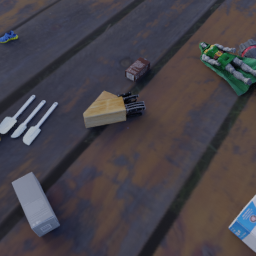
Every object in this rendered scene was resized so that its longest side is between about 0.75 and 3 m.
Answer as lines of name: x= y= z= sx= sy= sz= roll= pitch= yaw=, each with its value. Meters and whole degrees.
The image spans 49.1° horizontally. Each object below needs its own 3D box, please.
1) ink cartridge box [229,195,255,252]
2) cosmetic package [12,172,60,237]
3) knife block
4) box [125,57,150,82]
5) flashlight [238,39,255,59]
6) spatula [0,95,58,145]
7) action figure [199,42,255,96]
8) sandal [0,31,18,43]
ink cartridge box: x=3.855 y=2.687 z=7.166 sx=1.410 sy=0.827 sz=1.926 roll=-37 pitch=63 yaw=-23
cosmetic package: x=-2.518 y=2.070 z=7.645 sx=0.687 sy=0.814 sz=1.524 roll=-26 pitch=59 yaw=-16
knife block: x=-0.389 y=-0.535 z=9.680 sx=1.642 sy=0.598 sz=1.870 roll=25 pitch=57 yaw=19
box: x=0.390 y=-2.335 z=11.159 sx=0.521 sy=0.390 sz=1.041 roll=31 pitch=61 yaw=21
flashlight: x=5.130 y=-2.333 z=10.856 sx=0.870 sy=0.873 sz=2.570 roll=-6 pitch=53 yaw=-4
spatula: x=-3.482 y=-0.390 z=9.865 sx=1.369 sy=0.158 sz=1.969 roll=19 pitch=56 yaw=14
action figure: x=3.866 y=-2.661 z=11.113 sx=1.675 sy=0.775 sz=2.836 roll=-40 pitch=56 yaw=-6
sandal: x=-5.363 y=-4.070 z=12.450 sx=0.839 sy=0.365 sz=0.334 roll=-30 pitch=61 yaw=-18
